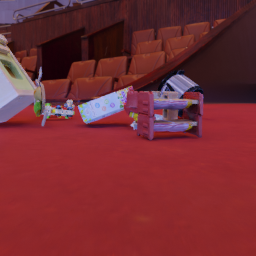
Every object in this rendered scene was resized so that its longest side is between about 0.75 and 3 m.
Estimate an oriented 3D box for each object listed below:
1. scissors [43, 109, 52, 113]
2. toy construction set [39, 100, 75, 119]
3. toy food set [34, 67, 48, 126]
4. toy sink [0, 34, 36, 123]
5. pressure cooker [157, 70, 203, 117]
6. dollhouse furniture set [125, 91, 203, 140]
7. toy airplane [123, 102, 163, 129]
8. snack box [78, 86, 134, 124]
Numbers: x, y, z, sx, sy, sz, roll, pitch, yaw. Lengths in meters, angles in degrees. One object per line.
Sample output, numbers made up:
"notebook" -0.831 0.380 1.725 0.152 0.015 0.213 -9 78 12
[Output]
"scissors" -3.666 -1.005 11.788 0.880 0.168 2.405 10 17 -41
"toy construction set" -2.495 -0.620 10.061 1.437 0.662 0.942 -15 11 -38
"toy food set" -2.410 -0.809 7.455 0.281 1.398 0.965 -3 -26 -27
"toy sink" -4.123 -1.733 7.870 1.662 2.967 1.934 -35 4 4
"pressure cooker" 1.869 -1.307 10.586 1.569 1.380 1.402 47 -4 35
"dollhouse furniture set" 0.587 -0.359 6.132 1.155 0.873 2.146 -2 8 -18
"toy airplane" 0.390 -0.232 6.996 0.968 0.683 0.964 6 38 -45
"snack box" -0.572 -0.611 7.839 1.517 0.513 1.280 -20 1 -5
